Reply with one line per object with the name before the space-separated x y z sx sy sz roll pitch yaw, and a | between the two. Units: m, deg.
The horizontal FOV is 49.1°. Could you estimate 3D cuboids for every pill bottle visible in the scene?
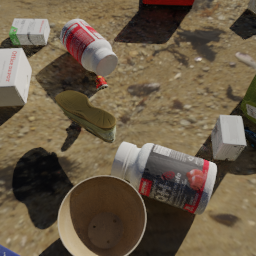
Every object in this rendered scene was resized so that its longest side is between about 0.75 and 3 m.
pill bottle | -1.626 -3.355 11.860 1.460 1.460 2.601 -33 62 -19
pill bottle | 1.055 1.421 8.667 2.954 1.635 1.635 17 59 11

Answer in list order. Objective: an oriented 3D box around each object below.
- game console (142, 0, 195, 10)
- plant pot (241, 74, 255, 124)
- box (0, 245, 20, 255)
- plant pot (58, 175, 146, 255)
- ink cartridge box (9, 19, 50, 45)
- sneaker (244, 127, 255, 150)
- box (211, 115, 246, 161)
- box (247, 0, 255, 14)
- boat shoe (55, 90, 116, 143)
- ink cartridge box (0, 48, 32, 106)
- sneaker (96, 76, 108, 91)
game console | 2.040 -6.883 14.105 2.574 1.528 2.218 3 57 2
plant pot | 5.539 -1.378 10.266 2.687 2.514 2.514 -43 66 -8
box | -3.856 4.049 7.701 2.619 0.424 1.587 20 59 14
plant pot | -0.678 2.703 7.888 2.294 1.540 2.294 0 57 -1
ink cartridge box | -4.549 -4.478 13.056 1.576 0.662 1.150 1 57 1
sneaker | 4.525 0.371 10.079 0.448 0.401 1.095 -30 62 -18
box | 3.423 0.352 9.637 0.764 1.163 1.169 4 57 2
box | 6.984 -6.486 13.982 1.295 1.289 1.110 -27 61 -17
boat shoe | -1.429 -0.407 9.244 2.649 0.833 0.966 29 50 28
ink cartridge box | -5.560 -1.983 11.098 2.940 1.240 2.147 -4 57 -3
sneaker | -1.029 -1.673 10.325 0.452 0.498 1.174 -22 15 -3
